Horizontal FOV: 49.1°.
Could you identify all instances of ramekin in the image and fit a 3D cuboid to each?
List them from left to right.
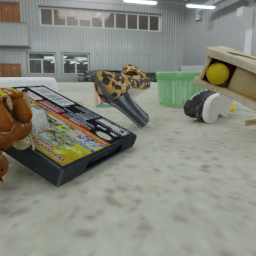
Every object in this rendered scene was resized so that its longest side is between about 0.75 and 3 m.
[{"bbox_3d":[-3.364,-0.922,8.644,2.564,1.250,2.564,0,11,0],"label":"ramekin"},{"bbox_3d":[2.671,-1.718,12.203,2.946,1.439,2.946,0,11,0],"label":"ramekin"}]

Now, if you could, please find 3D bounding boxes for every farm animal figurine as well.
[{"bbox_3d":[-1.870,0.340,2.818,2.040,1.063,2.017,-13,13,-9],"label":"farm animal figurine"}]

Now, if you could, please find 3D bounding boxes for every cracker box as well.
[{"bbox_3d":[-0.847,-1.417,12.057,1.220,0.817,0.352,-4,4,-37],"label":"cracker box"}]

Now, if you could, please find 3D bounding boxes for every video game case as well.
[{"bbox_3d":[-1.343,-0.092,4.695,2.425,0.309,2.192,28,21,19],"label":"video game case"}]

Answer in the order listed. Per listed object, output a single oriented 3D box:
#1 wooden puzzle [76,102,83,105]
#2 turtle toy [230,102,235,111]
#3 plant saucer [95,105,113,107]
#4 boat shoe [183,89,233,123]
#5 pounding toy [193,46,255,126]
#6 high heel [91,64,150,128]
[{"bbox_3d":[-2.399,-0.880,11.279,1.002,0.202,1.083,1,16,3],"label":"wooden puzzle"},{"bbox_3d":[3.675,-1.007,10.782,0.854,0.592,1.172,4,12,18],"label":"turtle toy"},{"bbox_3d":[-0.849,-0.926,11.714,1.015,0.096,0.355,-1,11,-7],"label":"plant saucer"},{"bbox_3d":[2.629,-0.781,8.778,0.829,1.016,2.749,13,25,33],"label":"boat shoe"},{"bbox_3d":[2.742,-0.512,5.935,2.855,1.638,1.632,23,30,9],"label":"pounding toy"},{"bbox_3d":[-0.252,-1.411,7.348,0.946,1.888,2.648,-32,40,21],"label":"high heel"}]
